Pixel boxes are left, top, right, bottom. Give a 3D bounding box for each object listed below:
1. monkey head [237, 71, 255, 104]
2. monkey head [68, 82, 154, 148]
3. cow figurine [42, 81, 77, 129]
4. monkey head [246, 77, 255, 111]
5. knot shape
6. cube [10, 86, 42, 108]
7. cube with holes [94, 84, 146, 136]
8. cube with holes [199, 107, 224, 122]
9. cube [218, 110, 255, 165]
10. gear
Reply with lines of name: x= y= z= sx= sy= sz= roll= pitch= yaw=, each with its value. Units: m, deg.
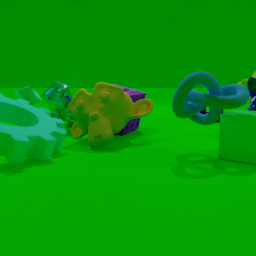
monkey head: x=4.048 y=-1.088 z=8.790 sx=1.992 sy=1.200 sz=1.433 roll=41 pitch=-27 yaw=-27
monkey head: x=-0.465 y=-0.158 z=5.709 sx=1.978 sy=1.423 sz=1.192 roll=-18 pitch=-27 yaw=14
cow figurine: x=-1.567 y=-0.555 z=7.020 sx=0.753 sy=1.371 sz=1.349 roll=-11 pitch=24 yaw=6
monkey head: x=2.965 y=-0.316 z=6.106 sx=1.657 sy=0.999 sz=1.192 roll=36 pitch=-9 yaw=-13
knot shape: x=1.163 y=-0.456 z=4.430 sx=1.153 sy=0.569 sz=1.232 roll=12 pitch=-22 yaw=-40
cube: x=-3.708 y=-0.939 z=10.031 sx=0.736 sy=0.736 sz=0.736 roll=-39 pitch=0 yaw=32
cube with holes: x=-0.257 y=-0.490 z=6.966 sx=0.964 sy=0.964 sz=0.964 roll=19 pitch=17 yaw=22
cube with holes: x=2.613 y=-0.640 z=9.172 sx=0.809 sy=0.809 sz=0.809 roll=1 pitch=9 yaw=4
cube: x=1.948 y=0.122 z=4.519 sx=0.738 sy=0.738 sz=0.738 roll=6 pitch=11 yaw=35
gear: x=-2.063 y=-0.086 z=4.680 sx=1.993 sy=0.369 sz=1.993 roll=20 pitch=15 yaw=-6
